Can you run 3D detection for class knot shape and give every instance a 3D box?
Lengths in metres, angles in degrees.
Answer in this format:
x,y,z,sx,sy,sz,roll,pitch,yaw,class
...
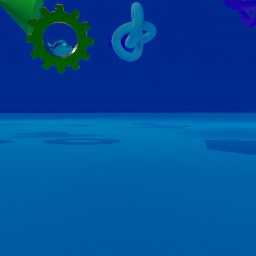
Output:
x,y,z,sx,sy,sz,roll,pitch,yaw,class
3.899,-4.064,8.583,1.738,0.858,1.857,5,-34,52,knot shape
0.317,-3.351,10.057,0.889,1.925,1.801,28,17,22,knot shape

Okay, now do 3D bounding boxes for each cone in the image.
x,y,z,sx,sy,sz,roll,pitch,yaw,class
-2.884,-3.104,7.149,1.094,1.090,1.090,20,-1,-12,cone

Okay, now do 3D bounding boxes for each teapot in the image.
x,y,z,sx,sy,sz,roll,pitch,yaw,class
-2.446,-2.943,10.483,1.288,0.801,0.631,11,38,-9,teapot

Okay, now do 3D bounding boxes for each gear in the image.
x,y,z,sx,sy,sz,roll,pitch,yaw,class
-1.217,-1.591,5.049,1.155,1.155,0.214,-1,23,-13,gear

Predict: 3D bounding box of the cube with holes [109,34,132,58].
x,y,z,sx,sy,sz,roll,pitch,yaw,class
-0.309,-3.490,11.688,0.705,0.705,0.705,-34,-2,-6,cube with holes
